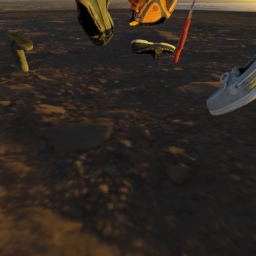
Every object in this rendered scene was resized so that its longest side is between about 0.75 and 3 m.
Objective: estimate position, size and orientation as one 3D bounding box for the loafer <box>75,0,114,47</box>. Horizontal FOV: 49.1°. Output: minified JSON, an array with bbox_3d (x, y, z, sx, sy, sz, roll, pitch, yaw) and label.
[{"bbox_3d":[-1.034,-2.989,7.657,1.065,0.932,2.964,29,-12,4],"label":"loafer"}]

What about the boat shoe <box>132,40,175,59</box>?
[{"bbox_3d":[0.856,-2.618,9.529,1.523,0.505,0.569,5,-4,-17],"label":"boat shoe"}]

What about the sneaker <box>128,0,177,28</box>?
[{"bbox_3d":[0.087,-4.101,8.582,2.871,1.608,1.114,20,8,-8],"label":"sneaker"}]

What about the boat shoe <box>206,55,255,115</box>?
[{"bbox_3d":[2.339,-1.138,5.124,0.784,2.444,0.901,45,41,-2],"label":"boat shoe"}]

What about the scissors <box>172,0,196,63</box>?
[{"bbox_3d":[1.677,-3.022,8.035,0.176,0.925,2.530,16,65,4],"label":"scissors"}]

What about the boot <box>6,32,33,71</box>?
[{"bbox_3d":[-3.018,-2.063,7.967,1.005,1.106,0.401,36,49,24],"label":"boot"}]
